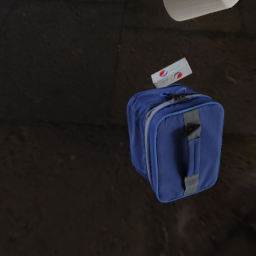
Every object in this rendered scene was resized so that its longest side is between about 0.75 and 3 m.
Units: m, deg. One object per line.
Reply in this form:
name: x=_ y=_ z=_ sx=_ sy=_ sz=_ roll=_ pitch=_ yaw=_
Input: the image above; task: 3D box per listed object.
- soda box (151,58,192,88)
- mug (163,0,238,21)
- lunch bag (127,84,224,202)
soda box: x=1.214 y=-1.510 z=7.862 sx=1.061 sy=0.338 sz=0.361 roll=-26 pitch=48 yaw=16
mug: x=2.657 y=-4.824 z=9.086 sx=2.130 sy=2.078 sz=2.595 roll=12 pitch=58 yaw=41
lunch bag: x=1.019 y=0.242 z=5.818 sx=1.607 sy=2.365 sz=1.565 roll=-17 pitch=32 yaw=-17
